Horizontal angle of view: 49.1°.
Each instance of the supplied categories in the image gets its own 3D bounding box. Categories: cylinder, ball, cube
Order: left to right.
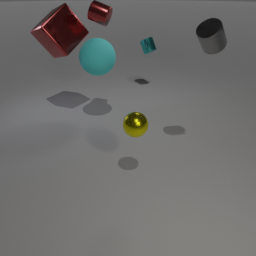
[{"bbox_3d":[-2.705,-3.784,11.071,1.400,1.400,1.400,-52,32,-16],"label":"cube"},{"bbox_3d":[-1.173,-2.720,10.737,1.400,1.400,1.400,0,28,0],"label":"ball"},{"bbox_3d":[-1.006,-4.134,10.101,0.700,0.700,0.700,24,31,2],"label":"cylinder"},{"bbox_3d":[0.204,-0.090,7.552,0.700,0.700,0.700,0,28,0],"label":"ball"},{"bbox_3d":[1.062,-4.296,14.645,0.700,0.700,0.700,-21,7,3],"label":"cylinder"},{"bbox_3d":[2.296,-2.507,7.682,0.700,0.700,0.700,-15,58,24],"label":"cylinder"}]
